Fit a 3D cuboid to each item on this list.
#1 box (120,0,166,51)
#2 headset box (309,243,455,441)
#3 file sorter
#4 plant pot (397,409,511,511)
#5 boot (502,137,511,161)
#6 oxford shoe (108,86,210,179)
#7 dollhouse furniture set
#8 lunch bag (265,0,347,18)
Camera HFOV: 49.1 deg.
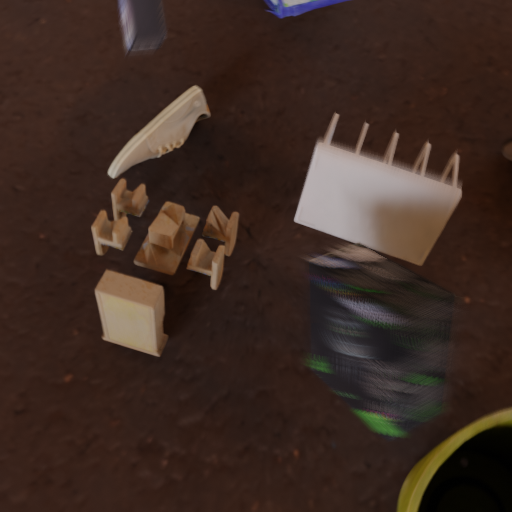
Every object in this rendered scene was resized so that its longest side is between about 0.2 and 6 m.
[{"bbox_3d":[-1.861,-3.923,9.110,0.585,0.942,0.950,-11,102,-14],"label":"box"},{"bbox_3d":[1.657,1.197,7.884,0.990,2.135,1.859,-19,32,-25],"label":"headset box"},{"bbox_3d":[1.999,-1.153,9.154,2.211,1.534,1.376,20,46,6],"label":"file sorter"},{"bbox_3d":[3.056,3.501,6.910,3.188,3.069,3.188,0,75,2],"label":"plant pot"},{"bbox_3d":[5.223,-1.154,9.715,2.190,0.764,1.442,22,79,11],"label":"boot"},{"bbox_3d":[-1.690,-2.113,10.014,2.276,0.856,0.657,-44,104,-12],"label":"oxford shoe"},{"bbox_3d":[-1.634,0.226,9.182,2.092,1.482,2.277,16,52,5],"label":"dollhouse furniture set"},{"bbox_3d":[0.962,-5.569,10.785,1.844,1.382,2.168,-18,63,-6],"label":"lunch bag"}]
